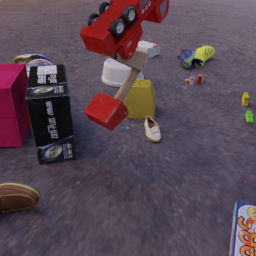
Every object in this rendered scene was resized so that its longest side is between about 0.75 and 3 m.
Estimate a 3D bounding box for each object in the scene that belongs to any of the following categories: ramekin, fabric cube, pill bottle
[{"bbox_3d":[-0.211,-2.336,11.337,1.734,0.807,1.734,1,31,0],"label":"ramekin"},{"bbox_3d":[-3.718,-0.626,7.573,1.800,1.805,1.771,-2,30,-6],"label":"fabric cube"},{"bbox_3d":[-3.102,-1.418,9.423,1.229,1.229,2.055,-1,33,-2],"label":"pill bottle"}]

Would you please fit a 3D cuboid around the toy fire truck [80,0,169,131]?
[{"bbox_3d":[-0.023,-1.417,5.174,0.620,1.794,2.544,25,68,30],"label":"toy fire truck"}]

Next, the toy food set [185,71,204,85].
[{"bbox_3d":[2.723,-2.009,11.197,0.883,0.397,0.421,-10,32,-16],"label":"toy food set"}]

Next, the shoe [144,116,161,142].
[{"bbox_3d":[0.669,0.020,7.932,0.383,0.292,1.094,-5,31,-9],"label":"shoe"}]

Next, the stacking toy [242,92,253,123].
[{"bbox_3d":[4.392,-0.531,8.786,1.404,0.438,1.863,6,34,13],"label":"stacking toy"}]

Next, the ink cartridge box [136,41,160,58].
[{"bbox_3d":[0.886,-4.073,14.485,0.918,0.533,1.273,-23,38,-33],"label":"ink cartridge box"}]

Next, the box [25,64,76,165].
[{"bbox_3d":[-1.971,-0.452,7.264,0.943,1.793,2.189,-7,32,-12],"label":"box"}]

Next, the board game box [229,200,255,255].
[{"bbox_3d":[2.320,2.179,4.255,1.510,0.384,2.231,11,33,18],"label":"board game box"}]

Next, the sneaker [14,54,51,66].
[{"bbox_3d":[-4.345,-3.175,12.902,1.705,0.642,0.752,3,31,4],"label":"sneaker"}]

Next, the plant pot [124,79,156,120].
[{"bbox_3d":[0.383,-0.965,8.862,0.997,1.027,1.004,4,32,6],"label":"plant pot"}]

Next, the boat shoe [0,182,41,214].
[{"bbox_3d":[-2.528,1.436,5.342,1.708,0.615,0.577,-3,36,8],"label":"boat shoe"}]

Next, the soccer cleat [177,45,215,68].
[{"bbox_3d":[3.338,-3.269,13.181,2.453,0.793,1.026,-20,66,-36],"label":"soccer cleat"}]
